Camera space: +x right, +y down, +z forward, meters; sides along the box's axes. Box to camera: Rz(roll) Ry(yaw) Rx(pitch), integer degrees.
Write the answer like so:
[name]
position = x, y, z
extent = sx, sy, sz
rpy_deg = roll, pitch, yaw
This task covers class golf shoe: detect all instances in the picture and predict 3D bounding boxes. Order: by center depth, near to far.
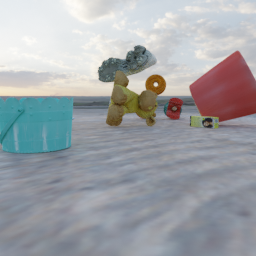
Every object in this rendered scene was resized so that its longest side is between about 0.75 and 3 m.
[golf shoe]
position = -0.045, -2.508, 11.915
extent = 2.794, 1.094, 1.358
rpy_deg = -10, -9, 38

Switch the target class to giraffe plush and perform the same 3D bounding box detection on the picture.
[giraffe plush]
position = 0.288, -1.011, 11.668
extent = 2.079, 2.212, 2.563
rpy_deg = 12, 3, -5

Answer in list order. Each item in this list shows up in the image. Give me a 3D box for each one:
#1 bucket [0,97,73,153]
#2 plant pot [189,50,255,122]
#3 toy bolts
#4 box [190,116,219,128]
[bucket]
position = -2.109, -0.127, 6.447
extent = 1.800, 1.171, 1.800
rpy_deg = 0, 5, 0
[plant pot]
position = 4.105, -1.497, 11.900
extent = 2.421, 2.736, 2.736
rpy_deg = -25, -4, 22
[toy bolts]
position = 1.901, -1.589, 16.418
extent = 2.719, 2.597, 1.886
rpy_deg = 18, 0, 2
[box]
position = 3.045, -0.250, 11.270
extent = 0.303, 0.455, 1.208
rpy_deg = -4, 6, -36
